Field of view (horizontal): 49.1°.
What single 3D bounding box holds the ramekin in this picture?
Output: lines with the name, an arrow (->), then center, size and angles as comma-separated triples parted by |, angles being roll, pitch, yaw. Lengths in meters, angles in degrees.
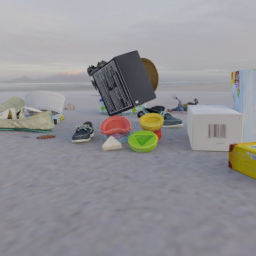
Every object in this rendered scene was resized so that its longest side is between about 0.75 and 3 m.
ramekin -> -4.166, -1.142, 14.033 | 1.933, 0.900, 1.933 | -1, -12, 0

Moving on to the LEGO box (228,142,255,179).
LEGO box -> 2.931, 0.688, 5.696 | 1.057, 0.548, 1.420 | -3, 10, -18

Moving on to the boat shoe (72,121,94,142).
boat shoe -> -1.446, 0.111, 9.200 | 0.624, 0.516, 1.667 | 2, 10, 9

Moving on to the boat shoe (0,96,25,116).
boat shoe -> -5.689, -0.610, 12.690 | 1.017, 0.871, 2.781 | 39, 23, -6

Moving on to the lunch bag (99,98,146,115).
lunch bag -> -0.334, -1.342, 16.395 | 2.493, 1.028, 2.004 | -6, 8, -36

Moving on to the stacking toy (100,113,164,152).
stacking toy -> 0.126, 0.354, 8.339 | 1.895, 0.801, 1.716 | -2, 35, 8

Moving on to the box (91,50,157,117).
box -> -0.160, -1.445, 9.467 | 1.055, 1.712, 1.698 | -26, 7, -32

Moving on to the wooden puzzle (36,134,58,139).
wooden puzzle -> -2.753, 0.297, 9.503 | 0.760, 0.053, 0.451 | -6, 11, -30

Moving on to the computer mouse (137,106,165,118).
computer mouse -> 1.280, -0.807, 15.341 | 0.733, 0.426, 2.500 | 19, 24, 34

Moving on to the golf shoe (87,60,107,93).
golf shoe -> -0.578, -1.543, 11.475 | 1.155, 1.404, 2.971 | -25, -22, 25

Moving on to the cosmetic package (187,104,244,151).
cosmetic package -> 2.591, -0.104, 8.730 | 1.382, 1.090, 2.569 | 0, 9, 10

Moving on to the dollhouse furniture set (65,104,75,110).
dollhouse furniture set -> -3.876, -1.439, 18.693 | 0.705, 0.403, 0.826 | -1, 10, -10

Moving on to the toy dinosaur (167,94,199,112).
toy dinosaur -> 3.239, -1.101, 16.494 | 1.832, 2.019, 1.060 | -32, 14, 26

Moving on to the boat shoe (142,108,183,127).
boat shoe -> 1.403, -0.464, 12.025 | 0.829, 0.703, 2.276 | -7, 12, -37

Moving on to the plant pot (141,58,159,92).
plant pot -> 0.620, -1.817, 10.091 | 0.193, 1.406, 1.406 | -16, 18, -40

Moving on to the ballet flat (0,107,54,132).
ballet flat -> -4.210, -0.371, 10.859 | 2.940, 0.917, 0.991 | 2, 10, 11

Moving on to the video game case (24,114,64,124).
video game case -> -4.178, -0.419, 13.093 | 2.044, 0.261, 1.847 | -1, 10, -3

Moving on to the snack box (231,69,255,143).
snack box -> 4.012, -0.806, 9.377 | 0.905, 2.255, 2.674 | -2, 10, 17
